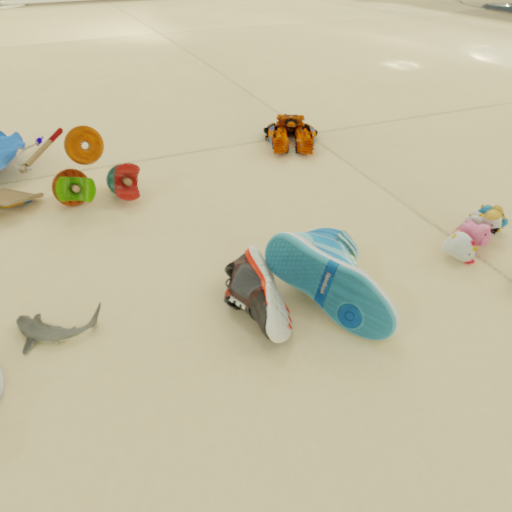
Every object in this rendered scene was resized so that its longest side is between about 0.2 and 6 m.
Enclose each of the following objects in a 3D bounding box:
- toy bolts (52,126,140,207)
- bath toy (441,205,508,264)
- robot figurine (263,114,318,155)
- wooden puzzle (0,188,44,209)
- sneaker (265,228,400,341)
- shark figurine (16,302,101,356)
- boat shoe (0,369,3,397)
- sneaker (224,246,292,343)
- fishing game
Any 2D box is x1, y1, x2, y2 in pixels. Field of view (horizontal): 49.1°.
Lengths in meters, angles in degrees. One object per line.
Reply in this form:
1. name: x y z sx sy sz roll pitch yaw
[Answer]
1. toy bolts: -3.280 -1.794 11.545 1.710 1.633 1.186 3 10 -27
2. bath toy: 3.973 -0.391 10.094 1.679 0.730 0.621 -34 82 -40
3. robot figurine: 0.906 -3.105 14.197 1.422 0.571 1.961 1 33 -1
4. wooden puzzle: -5.126 -1.163 11.409 1.160 0.216 1.073 7 17 17
5. sneaker: 1.451 0.279 8.794 2.379 0.946 1.553 39 31 23
6. shark figurine: -2.912 0.989 8.042 1.287 0.537 0.769 -2 34 0
7. boat shoe: -3.642 1.666 6.606 0.820 0.947 2.221 -3 34 -5
8. sneaker: -0.048 0.687 8.535 0.827 0.778 2.019 -28 34 7
9. fishing game: -6.672 -2.030 12.560 4.351 0.676 3.116 -4 33 7
